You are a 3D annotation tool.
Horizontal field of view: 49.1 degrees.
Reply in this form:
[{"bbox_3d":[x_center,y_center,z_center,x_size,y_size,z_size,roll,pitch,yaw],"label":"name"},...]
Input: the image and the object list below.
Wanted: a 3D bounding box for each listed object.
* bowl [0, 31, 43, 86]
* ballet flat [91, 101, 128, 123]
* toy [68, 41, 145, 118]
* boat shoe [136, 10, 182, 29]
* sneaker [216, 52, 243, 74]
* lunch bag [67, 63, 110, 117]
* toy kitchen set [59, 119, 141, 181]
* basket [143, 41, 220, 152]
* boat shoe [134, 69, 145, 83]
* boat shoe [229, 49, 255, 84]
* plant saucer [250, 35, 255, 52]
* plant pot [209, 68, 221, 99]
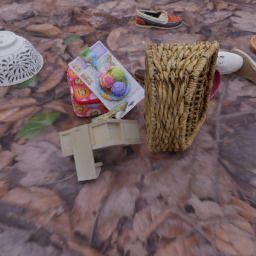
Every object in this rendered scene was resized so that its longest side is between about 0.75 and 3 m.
[{"bbox_3d":[-4.665,-2.860,10.662,2.605,1.222,2.605,1,47,-1],"label":"bowl"},{"bbox_3d":[-0.452,-0.316,8.026,1.233,0.436,0.436,-31,52,-4],"label":"ballet flat"},{"bbox_3d":[-0.565,-1.553,8.600,1.327,0.544,2.304,-43,88,-16],"label":"toy"},{"bbox_3d":[1.466,-5.145,13.139,2.222,0.695,0.791,2,45,0],"label":"boat shoe"},{"bbox_3d":[2.966,-2.428,10.134,2.303,0.848,1.331,6,8,16],"label":"sneaker"},{"bbox_3d":[-1.040,-1.388,9.590,1.891,0.880,2.147,-9,49,-14],"label":"lunch bag"},{"bbox_3d":[-0.715,0.640,7.937,1.736,1.566,1.417,-14,82,31],"label":"toy kitchen set"},{"bbox_3d":[1.510,-0.706,7.514,2.070,2.779,1.983,-2,41,-1],"label":"basket"},{"bbox_3d":[0.961,-1.899,10.220,1.620,0.570,0.570,22,52,21],"label":"boat shoe"},{"bbox_3d":[4.724,-2.220,10.401,0.730,0.810,2.253,-22,53,-28],"label":"boat shoe"},{"bbox_3d":[6.013,-3.417,11.788,1.720,0.322,1.720,1,47,-1],"label":"plant saucer"},{"bbox_3d":[2.437,-1.649,9.696,1.160,1.160,1.038,-27,37,-23],"label":"plant pot"}]
